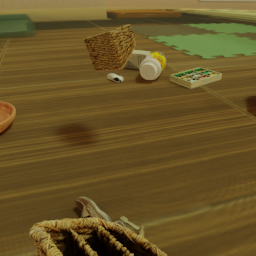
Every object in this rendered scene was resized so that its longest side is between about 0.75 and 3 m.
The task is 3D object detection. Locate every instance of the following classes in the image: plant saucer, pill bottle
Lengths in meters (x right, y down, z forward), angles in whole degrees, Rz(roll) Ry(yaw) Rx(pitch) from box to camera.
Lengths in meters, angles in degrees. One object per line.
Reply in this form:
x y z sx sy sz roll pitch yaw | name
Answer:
-4.641 -0.205 8.507 2.367 0.443 2.367 -1 28 0 | plant saucer
1.123 -2.809 12.771 0.988 0.988 1.808 9 30 15 | pill bottle

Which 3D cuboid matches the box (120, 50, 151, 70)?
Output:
0.077 -3.524 14.286 2.061 0.847 0.705 10 31 20 | box

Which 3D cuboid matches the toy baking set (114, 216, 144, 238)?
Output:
-0.006 1.869 5.000 0.613 0.093 0.799 6 29 11 | toy baking set

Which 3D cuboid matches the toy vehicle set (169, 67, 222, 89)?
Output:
3.034 -2.274 12.535 2.078 0.276 1.291 -20 34 -32 | toy vehicle set

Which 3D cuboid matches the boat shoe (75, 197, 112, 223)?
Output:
-0.715 1.612 5.222 0.341 0.359 0.949 -26 36 -37 | boat shoe

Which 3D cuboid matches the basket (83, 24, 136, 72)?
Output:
-0.375 -2.075 7.323 0.923 0.964 1.294 -33 25 -33 | basket

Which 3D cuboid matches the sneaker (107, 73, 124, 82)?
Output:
-0.602 -2.228 12.419 0.832 0.304 0.295 16 28 26 | sneaker

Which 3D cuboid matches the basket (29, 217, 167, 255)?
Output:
0.041 1.907 3.376 1.503 1.569 2.106 -23 35 -36 | basket
